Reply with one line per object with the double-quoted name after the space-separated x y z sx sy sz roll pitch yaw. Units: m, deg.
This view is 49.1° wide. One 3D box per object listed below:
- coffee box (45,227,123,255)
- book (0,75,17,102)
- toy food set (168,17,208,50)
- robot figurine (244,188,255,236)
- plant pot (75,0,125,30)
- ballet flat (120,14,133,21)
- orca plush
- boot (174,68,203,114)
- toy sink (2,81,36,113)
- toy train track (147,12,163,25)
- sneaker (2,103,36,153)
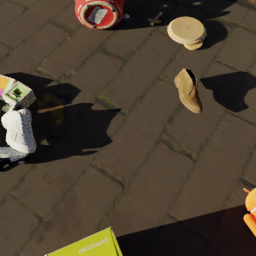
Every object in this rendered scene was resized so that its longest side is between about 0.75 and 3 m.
-0.873 3.856 7.203 1.773 1.756 1.775 -20 62 -11 "coffee box"
-5.251 -1.656 11.159 1.410 0.339 0.942 18 75 10 "book"
2.700 -4.381 12.721 1.794 0.436 1.775 23 63 13 "toy food set"
4.382 2.582 8.274 1.525 1.236 2.120 -39 61 23 "robot figurine"
-1.233 -5.773 12.500 2.353 2.353 2.142 -3 69 -2 "plant pot"
-0.194 -5.257 13.306 0.882 0.322 0.322 -3 60 -2 "ballet flat"
-4.450 1.167 9.254 2.326 0.827 1.224 -5 18 -36 "orca plush"
2.332 -1.418 10.451 0.712 0.730 1.934 -2 56 -26 "boot"
-4.254 -1.084 10.692 0.758 0.652 1.163 32 65 17 "toy sink"
1.352 -5.177 13.349 0.647 0.184 1.129 22 56 20 "toy train track"
-3.674 -0.086 9.622 0.853 1.088 2.189 6 36 -50 "sneaker"
